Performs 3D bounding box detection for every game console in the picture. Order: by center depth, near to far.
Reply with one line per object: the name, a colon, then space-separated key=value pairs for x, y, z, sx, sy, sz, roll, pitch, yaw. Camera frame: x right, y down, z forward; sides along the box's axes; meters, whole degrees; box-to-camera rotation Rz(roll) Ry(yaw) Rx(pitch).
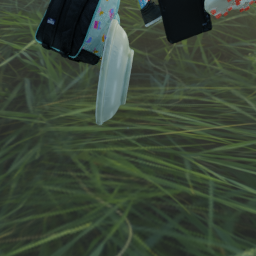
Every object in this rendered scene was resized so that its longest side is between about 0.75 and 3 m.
game console: x=1.494 y=-3.835 z=8.057 sx=1.373 sy=2.360 sz=2.075 roll=-13 pitch=20 yaw=10

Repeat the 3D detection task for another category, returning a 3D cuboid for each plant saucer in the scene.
plant saucer: x=-0.233 y=-1.094 z=5.865 sx=0.543 sy=2.164 sz=2.164 roll=9 pitch=51 yaw=-2

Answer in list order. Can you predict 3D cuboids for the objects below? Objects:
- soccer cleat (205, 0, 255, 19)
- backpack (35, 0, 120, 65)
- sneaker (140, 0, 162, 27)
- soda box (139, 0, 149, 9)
soccer cleat: x=2.565 y=-3.466 z=7.166 sx=2.514 sy=0.871 sz=0.975 roll=-27 pitch=88 yaw=-42
backpack: x=-1.084 y=-2.712 z=6.848 sx=1.761 sy=2.003 sz=1.536 roll=30 pitch=20 yaw=31
sneaker: x=1.006 y=-3.896 z=8.986 sx=1.356 sy=0.673 sz=0.480 roll=-30 pitch=22 yaw=9
soda box: x=0.612 y=-4.402 z=9.950 sx=0.262 sy=0.277 sz=0.816 roll=-1 pitch=57 yaw=-20
